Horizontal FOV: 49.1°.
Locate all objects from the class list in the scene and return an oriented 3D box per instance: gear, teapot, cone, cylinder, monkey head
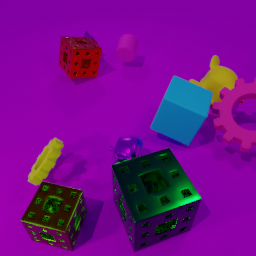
[{"bbox_3d":[-1.982,0.796,6.746,0.217,1.175,1.175,35,42,-21],"label":"gear"},{"bbox_3d":[-0.076,0.627,7.164,0.811,1.029,1.655,17,9,6],"label":"teapot"},{"bbox_3d":[-1.750,-3.135,11.225,1.066,1.062,1.062,-41,54,-1],"label":"cone"},{"bbox_3d":[-0.023,-2.988,10.496,0.738,0.738,0.738,8,59,8],"label":"cylinder"},{"bbox_3d":[3.206,-0.360,7.251,1.953,0.361,1.953,-5,70,14],"label":"gear"},{"bbox_3d":[2.706,-1.376,8.736,1.430,1.198,1.988,13,49,-37],"label":"monkey head"}]

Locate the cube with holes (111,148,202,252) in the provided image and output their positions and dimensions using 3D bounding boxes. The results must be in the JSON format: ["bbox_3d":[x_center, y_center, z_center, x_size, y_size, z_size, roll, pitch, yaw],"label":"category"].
[{"bbox_3d":[0.521,1.523,6.035,1.365,1.365,1.365,-15,48,-14],"label":"cube with holes"}]

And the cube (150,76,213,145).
[{"bbox_3d":[1.470,-0.483,7.702,1.179,1.179,1.179,24,45,4],"label":"cube"}]

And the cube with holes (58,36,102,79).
[{"bbox_3d":[-1.732,-2.533,9.995,1.087,1.087,1.087,-11,42,-34],"label":"cube with holes"}]

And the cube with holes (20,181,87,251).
[{"bbox_3d":[-1.518,1.879,5.988,0.942,0.942,0.942,10,46,10],"label":"cube with holes"}]
